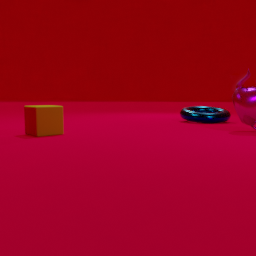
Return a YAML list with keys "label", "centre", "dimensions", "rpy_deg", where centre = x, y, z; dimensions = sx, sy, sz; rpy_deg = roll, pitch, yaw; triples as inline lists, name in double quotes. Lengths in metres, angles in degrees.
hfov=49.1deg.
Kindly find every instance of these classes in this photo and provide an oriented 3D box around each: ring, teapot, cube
- label: "ring"
  centre: [2.979, -0.534, 10.870]
  dimensions: [1.912, 0.382, 1.912]
  rpy_deg: [0, 14, 0]
- label: "teapot"
  centre: [3.293, -0.686, 7.460]
  dimensions: [0.847, 1.730, 1.076]
  rpy_deg: [-23, -4, 27]
- label: "cube"
  centre: [-2.091, -0.194, 6.958]
  dimensions: [0.710, 0.710, 0.710]
  rpy_deg: [-6, 9, -42]
